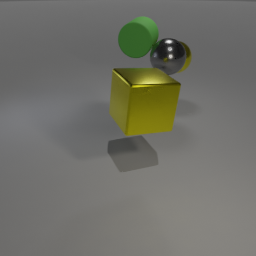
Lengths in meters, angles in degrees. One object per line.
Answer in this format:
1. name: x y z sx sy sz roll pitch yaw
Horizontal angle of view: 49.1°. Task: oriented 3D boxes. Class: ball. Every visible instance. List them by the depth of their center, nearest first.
1. ball: 1.549 -2.759 10.880 1.400 1.400 1.400 0 28 0
2. ball: 2.125 -3.144 12.456 1.400 1.400 1.400 0 28 0

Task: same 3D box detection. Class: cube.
1. cube: 0.393 -0.765 7.637 1.400 1.400 1.400 -5 30 -22

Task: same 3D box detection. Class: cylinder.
1. cylinder: 0.453 -3.758 11.569 1.400 1.400 1.400 8 32 15
